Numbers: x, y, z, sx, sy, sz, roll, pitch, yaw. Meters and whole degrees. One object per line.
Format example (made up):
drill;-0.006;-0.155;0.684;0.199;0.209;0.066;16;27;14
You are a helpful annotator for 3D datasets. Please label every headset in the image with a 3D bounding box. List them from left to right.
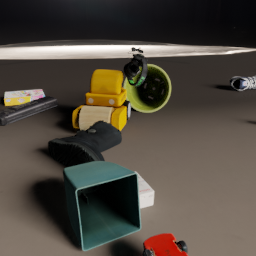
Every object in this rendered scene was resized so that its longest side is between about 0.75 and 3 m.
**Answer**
headset;0.356;-2.192;9.801;0.772;1.015;1.644;7;57;-31

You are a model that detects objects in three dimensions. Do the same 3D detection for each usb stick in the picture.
usb stick;-3.992;-0.736;11.158;0.825;0.485;2.975;14;24;23

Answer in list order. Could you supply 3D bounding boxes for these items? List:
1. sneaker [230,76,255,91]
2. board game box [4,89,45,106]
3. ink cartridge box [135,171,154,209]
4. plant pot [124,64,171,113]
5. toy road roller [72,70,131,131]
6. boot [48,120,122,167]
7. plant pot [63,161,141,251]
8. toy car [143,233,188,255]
sneaker;6.720;-2.456;15.213;2.314;0.811;1.256;1;15;22
board game box;-4.879;-1.463;13.251;1.757;0.354;1.345;-7;22;-19
ink cartridge box;0.075;1.308;5.852;0.629;0.365;0.853;-9;24;-22
plant pot;1.005;-1.729;12.247;1.964;1.964;1.865;6;10;15
toy road roller;-0.841;-1.011;9.861;1.585;1.883;2.580;4;21;10
boot;-0.818;0.446;7.442;1.846;0.839;2.198;-23;24;-38
plant pot;-0.622;1.212;5.200;1.087;1.087;1.539;-11;15;-26
toy car;0.728;2.325;2.912;2.436;0.543;2.292;15;25;35
